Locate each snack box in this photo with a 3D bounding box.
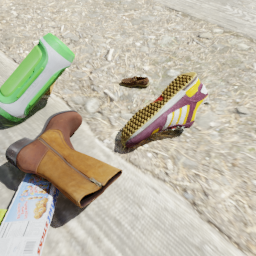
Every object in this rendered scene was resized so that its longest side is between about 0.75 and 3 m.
[{"bbox_3d":[-2.124,1.797,6.184,0.941,0.318,2.617,-6,31,4],"label":"snack box"}]

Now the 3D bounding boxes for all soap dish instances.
[{"bbox_3d":[-3.297,-1.861,10.166,1.349,0.697,1.715,2,45,2],"label":"soap dish"}]

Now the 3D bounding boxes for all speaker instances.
[{"bbox_3d":[-2.873,-1.508,8.516,2.744,1.214,1.214,-46,50,9],"label":"speaker"}]

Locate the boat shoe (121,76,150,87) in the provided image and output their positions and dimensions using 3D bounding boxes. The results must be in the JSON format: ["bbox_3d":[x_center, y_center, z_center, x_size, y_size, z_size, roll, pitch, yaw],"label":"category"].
[{"bbox_3d":[0.263,-1.742,10.238,1.066,0.360,0.384,4,52,13],"label":"boat shoe"}]

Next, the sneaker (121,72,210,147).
[{"bbox_3d":[1.180,-0.247,8.207,2.988,1.346,1.120,-41,22,-4],"label":"sneaker"}]

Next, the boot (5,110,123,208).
[{"bbox_3d":[-1.296,0.553,7.115,2.679,0.917,2.522,19,32,29],"label":"boot"}]

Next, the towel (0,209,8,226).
[{"bbox_3d":[-3.939,2.636,5.792,1.908,0.303,2.657,12,45,12],"label":"towel"}]
